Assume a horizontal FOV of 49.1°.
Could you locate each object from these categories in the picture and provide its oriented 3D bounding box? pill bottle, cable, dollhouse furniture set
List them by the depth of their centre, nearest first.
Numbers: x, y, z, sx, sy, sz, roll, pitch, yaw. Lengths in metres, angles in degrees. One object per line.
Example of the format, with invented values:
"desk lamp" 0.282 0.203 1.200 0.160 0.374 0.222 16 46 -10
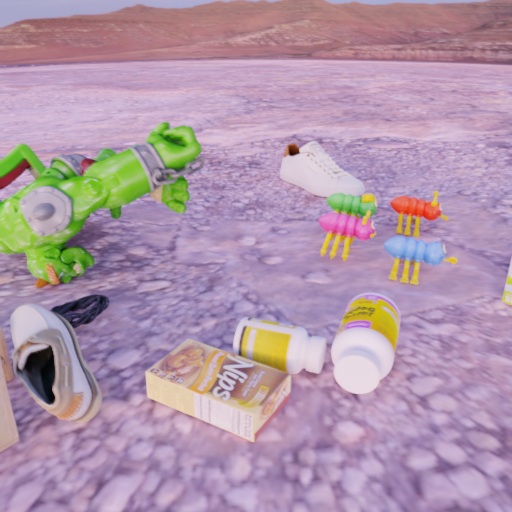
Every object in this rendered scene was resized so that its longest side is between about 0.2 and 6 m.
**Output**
"dollhouse furniture set" -3.755 1.210 6.106 2.286 1.488 2.100 18 30 34
"pill bottle" 1.406 1.110 7.189 0.766 0.766 1.470 8 25 16
"pill bottle" 0.311 1.179 7.228 1.109 0.617 0.617 8 26 18
"cable" -2.658 0.834 8.310 1.042 0.265 0.850 -18 14 0

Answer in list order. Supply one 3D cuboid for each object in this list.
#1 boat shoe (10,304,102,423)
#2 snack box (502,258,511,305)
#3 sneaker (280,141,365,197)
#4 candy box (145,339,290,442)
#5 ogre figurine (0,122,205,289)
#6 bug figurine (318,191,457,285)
"boat shoe" -2.477 1.155 6.563 1.819 0.680 0.622 40 0 33
"snack box" 4.567 0.121 8.227 0.577 1.704 1.437 -21 32 -38
"sneaker" 1.590 -2.215 14.089 0.985 1.145 2.704 -18 32 -38
"candy box" -0.451 1.543 6.654 1.508 0.417 0.870 13 27 27
"ogre figurine" -3.199 -0.973 9.783 4.671 2.292 2.801 15 36 41
"bug figurine" 2.500 -0.619 10.809 2.530 0.839 3.263 10 26 11
